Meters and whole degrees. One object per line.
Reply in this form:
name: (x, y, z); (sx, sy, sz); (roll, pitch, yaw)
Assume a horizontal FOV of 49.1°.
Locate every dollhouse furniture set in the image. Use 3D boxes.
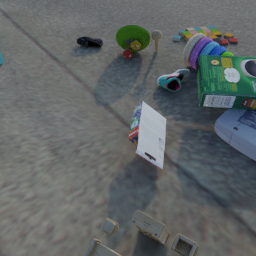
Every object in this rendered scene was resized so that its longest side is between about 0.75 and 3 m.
dollhouse furniture set: (0.103, 2.446, 4.674); (1.566, 0.897, 1.837); (22, 70, 24)

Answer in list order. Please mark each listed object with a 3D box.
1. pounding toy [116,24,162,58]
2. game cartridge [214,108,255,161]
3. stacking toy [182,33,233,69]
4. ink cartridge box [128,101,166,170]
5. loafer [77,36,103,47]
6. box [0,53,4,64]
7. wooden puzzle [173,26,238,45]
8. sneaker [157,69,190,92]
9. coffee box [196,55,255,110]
pounding toy: (0.348, -3.056, 10.378); (1.685, 1.301, 0.782); (6, 67, 2)
game cartridge: (3.677, 0.220, 7.031); (2.692, 0.550, 1.792); (32, 47, 31)
stacking toy: (3.221, -2.087, 9.224); (1.191, 1.191, 2.789); (-34, 56, -32)
ink cartridge box: (0.463, 0.210, 6.725); (0.870, 0.402, 1.596); (34, 45, -26)
loafer: (-1.542, -3.422, 11.231); (1.076, 0.387, 0.339); (3, 46, 0)
box: (-5.440, -2.647, 10.312); (1.647, 0.405, 0.678); (21, 46, 22)
wooden puzzle: (3.205, -3.896, 11.884); (2.679, 0.188, 1.589); (-8, 42, -9)
sneaker: (1.592, -1.526, 8.974); (1.159, 0.485, 0.700); (-21, 40, -11)
coffee box: (3.337, -1.249, 7.728); (2.751, 0.605, 1.691); (3, 51, 5)
